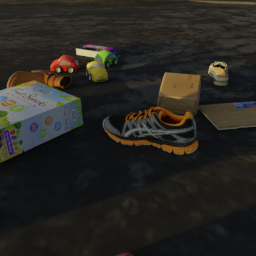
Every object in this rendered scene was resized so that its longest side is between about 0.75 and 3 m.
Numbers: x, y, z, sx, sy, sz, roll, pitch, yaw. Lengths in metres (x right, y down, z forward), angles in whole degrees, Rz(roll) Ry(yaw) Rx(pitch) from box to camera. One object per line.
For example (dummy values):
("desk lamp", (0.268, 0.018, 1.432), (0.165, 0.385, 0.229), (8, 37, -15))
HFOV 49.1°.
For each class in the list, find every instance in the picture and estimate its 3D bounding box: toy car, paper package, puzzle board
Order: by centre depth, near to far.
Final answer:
("puzzle board", (2.976, -0.346, 7.580), (1.784, 0.155, 1.344), (-5, 29, -9))
("paper package", (1.472, -0.980, 7.964), (1.112, 0.603, 1.166), (8, 46, 11))
("toy car", (-1.365, -2.660, 11.194), (2.745, 0.612, 2.583), (19, 35, 30))

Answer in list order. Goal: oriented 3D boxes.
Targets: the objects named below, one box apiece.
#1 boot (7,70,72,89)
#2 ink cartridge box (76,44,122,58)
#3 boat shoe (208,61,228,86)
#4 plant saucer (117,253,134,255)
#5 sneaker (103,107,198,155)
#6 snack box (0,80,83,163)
("boot", (-2.820, -1.475, 9.051), (1.419, 0.676, 1.834), (12, 33, 18))
("ink cartridge box", (-1.358, -3.538, 13.071), (1.982, 0.368, 0.939), (18, 34, 24))
("boat shoe", (3.365, -2.129, 10.264), (0.659, 0.603, 1.763), (2, 29, 3))
("plant saucer", (-0.430, 2.258, 2.739), (1.998, 0.367, 1.994), (-12, 32, -22))
("sneaker", (0.491, -0.085, 6.386), (2.252, 0.870, 0.881), (8, 32, 18))
("snack box", (-2.696, -0.282, 6.758), (2.079, 0.834, 2.466), (22, 35, 35))
